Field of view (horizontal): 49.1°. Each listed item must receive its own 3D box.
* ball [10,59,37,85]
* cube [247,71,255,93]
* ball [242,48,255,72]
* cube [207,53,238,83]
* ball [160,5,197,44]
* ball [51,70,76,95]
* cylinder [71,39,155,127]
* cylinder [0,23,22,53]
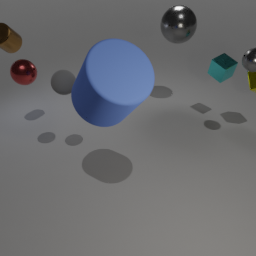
[{"bbox_3d":[-2.838,-1.516,7.629,0.700,0.700,0.700,0,32,0],"label":"ball"},{"bbox_3d":[4.785,-1.712,10.043,0.700,0.700,0.700,-11,-11,39],"label":"cube"},{"bbox_3d":[3.794,-2.037,8.403,0.700,0.700,0.700,0,32,0],"label":"ball"},{"bbox_3d":[3.575,-2.274,10.615,0.700,0.700,0.700,-29,59,-22],"label":"cube"},{"bbox_3d":[1.956,-3.989,10.841,1.400,1.400,1.400,0,32,0],"label":"ball"},{"bbox_3d":[-1.786,-1.267,7.777,0.700,0.700,0.700,0,32,0],"label":"ball"},{"bbox_3d":[-0.365,-0.880,5.849,1.400,1.400,1.400,7,70,-20],"label":"cylinder"},{"bbox_3d":[-3.769,-2.768,8.661,0.700,0.700,0.700,8,-6,12],"label":"cylinder"}]
